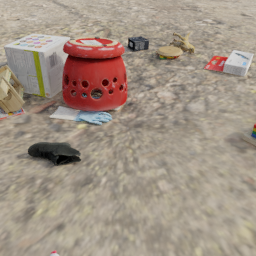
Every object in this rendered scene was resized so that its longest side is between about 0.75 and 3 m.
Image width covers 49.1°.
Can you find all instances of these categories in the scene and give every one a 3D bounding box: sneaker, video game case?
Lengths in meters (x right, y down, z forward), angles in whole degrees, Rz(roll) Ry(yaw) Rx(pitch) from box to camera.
[{"bbox_3d":[-1.895,0.674,7.188,1.345,0.404,0.701,-4,29,-12],"label":"sneaker"},{"bbox_3d":[-3.922,-0.527,9.277,0.860,0.075,0.615,-19,38,-26],"label":"video game case"}]

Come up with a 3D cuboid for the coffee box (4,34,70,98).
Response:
[{"bbox_3d":[-3.258,-2.400,10.566,1.722,1.741,1.739,12,36,17],"label":"coffee box"}]

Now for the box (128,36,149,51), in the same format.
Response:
[{"bbox_3d":[0.543,-4.439,14.714,0.831,0.524,0.846,-15,37,-21],"label":"box"}]

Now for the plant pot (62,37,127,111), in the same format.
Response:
[{"bbox_3d":[-1.084,-1.892,9.408,2.242,2.042,2.242,4,27,-2],"label":"plant pot"}]

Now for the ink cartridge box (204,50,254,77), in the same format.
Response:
[{"bbox_3d":[4.587,-3.030,12.692,1.771,0.449,2.010,17,37,22],"label":"ink cartridge box"}]

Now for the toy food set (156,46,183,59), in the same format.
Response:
[{"bbox_3d":[2.044,-3.738,13.859,1.291,0.317,1.305,1,34,2],"label":"toy food set"}]

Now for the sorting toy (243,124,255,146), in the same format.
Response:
[{"bbox_3d":[4.448,0.155,7.798,1.667,0.584,1.677,-24,40,-31],"label":"sorting toy"}]

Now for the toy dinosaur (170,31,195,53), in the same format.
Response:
[{"bbox_3d":[2.951,-4.550,14.944,1.322,0.761,2.614,15,39,-6],"label":"toy dinosaur"}]

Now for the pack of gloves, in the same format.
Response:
[{"bbox_3d":[-1.339,-0.778,9.376,2.027,0.400,1.703,8,34,13],"label":"pack of gloves"}]

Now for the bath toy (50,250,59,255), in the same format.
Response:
[{"bbox_3d":[-1.291,2.212,4.455,0.424,0.974,0.360,3,77,8],"label":"bath toy"}]

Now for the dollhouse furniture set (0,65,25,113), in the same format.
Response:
[{"bbox_3d":[-4.420,-0.779,9.018,1.884,1.184,2.130,-30,34,0],"label":"dollhouse furniture set"}]
